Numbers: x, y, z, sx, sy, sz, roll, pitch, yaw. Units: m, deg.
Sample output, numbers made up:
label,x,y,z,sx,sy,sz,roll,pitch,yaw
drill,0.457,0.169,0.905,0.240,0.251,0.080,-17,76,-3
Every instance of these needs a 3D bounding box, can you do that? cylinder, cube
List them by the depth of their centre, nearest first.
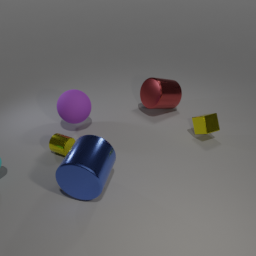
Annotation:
label,x,y,z,sx,sy,sz,roll,pitch,yaw
cylinder,-1.210,1.145,8.297,1.400,1.400,1.400,7,36,13
cylinder,-2.383,0.603,10.194,0.700,0.700,0.700,16,34,24
cube,3.049,-0.162,10.985,0.700,0.700,0.700,-13,4,-27
cylinder,1.509,-1.573,12.900,1.400,1.400,1.400,-2,25,-40

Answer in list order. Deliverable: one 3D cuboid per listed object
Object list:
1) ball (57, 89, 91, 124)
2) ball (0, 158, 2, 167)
label,x,y,z,sx,sy,sz,roll,pitch,yaw
ball,-2.203,-0.876,11.479,1.400,1.400,1.400,0,30,0
ball,-4.331,1.096,8.746,0.700,0.700,0.700,0,30,0
